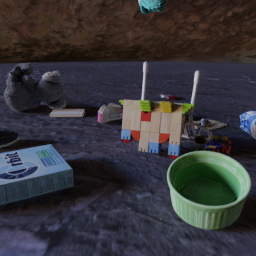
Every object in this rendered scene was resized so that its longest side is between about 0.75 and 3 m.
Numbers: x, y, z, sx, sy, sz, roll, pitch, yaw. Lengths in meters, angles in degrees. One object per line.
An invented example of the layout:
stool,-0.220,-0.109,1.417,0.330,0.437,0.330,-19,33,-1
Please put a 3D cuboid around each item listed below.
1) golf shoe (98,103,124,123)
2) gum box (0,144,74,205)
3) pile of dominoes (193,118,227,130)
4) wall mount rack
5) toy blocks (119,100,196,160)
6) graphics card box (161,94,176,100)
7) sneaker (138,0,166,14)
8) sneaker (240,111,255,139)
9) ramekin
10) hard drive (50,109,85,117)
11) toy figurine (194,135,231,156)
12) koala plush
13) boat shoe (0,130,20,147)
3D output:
golf shoe,-0.612,-0.628,11.598,0.850,0.699,1.857,9,20,19
gum box,-2.580,1.038,6.426,2.157,0.481,1.833,-9,19,-28
pile of dominoes,3.112,-0.218,10.983,1.418,0.226,1.105,-13,21,-34
wall mount rack,1.354,-0.692,8.735,2.872,2.495,1.071,17,64,30
toy blocks,0.718,0.025,8.096,2.285,1.562,1.142,6,3,21
graphics card box,2.328,-1.796,16.186,0.511,0.207,0.814,-9,18,-26
sneaker,0.748,-3.177,6.524,0.844,0.867,2.178,-11,16,-11
sneaker,4.319,-0.065,9.530,0.998,0.981,2.591,0,7,29
ramekin,1.450,1.139,5.165,1.438,0.703,1.438,-4,34,3
hard drive,-2.688,-0.679,12.569,1.392,0.183,0.918,0,17,-3
toy figurine,2.442,0.561,8.375,1.097,0.579,0.657,2,-12,-1
koala plush,-4.191,-1.733,13.126,2.480,2.199,2.279,1,29,3
boat shoe,-4.536,0.251,8.663,2.179,0.674,0.816,-6,18,-20
